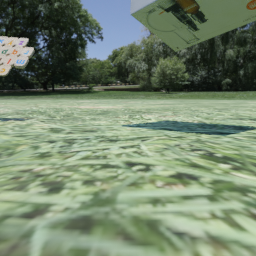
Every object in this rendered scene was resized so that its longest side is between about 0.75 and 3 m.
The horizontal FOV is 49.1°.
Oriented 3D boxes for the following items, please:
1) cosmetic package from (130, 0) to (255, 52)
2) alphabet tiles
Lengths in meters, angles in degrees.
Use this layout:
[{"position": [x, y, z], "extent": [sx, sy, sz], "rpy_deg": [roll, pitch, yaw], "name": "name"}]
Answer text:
[{"position": [1.861, -3.148, 7.010], "extent": [2.933, 0.758, 2.211], "rpy_deg": [-13, -20, 40], "name": "cosmetic package"}, {"position": [-4.100, -2.368, 9.188], "extent": [1.897, 1.856, 0.138], "rpy_deg": [7, -36, 8], "name": "alphabet tiles"}]
